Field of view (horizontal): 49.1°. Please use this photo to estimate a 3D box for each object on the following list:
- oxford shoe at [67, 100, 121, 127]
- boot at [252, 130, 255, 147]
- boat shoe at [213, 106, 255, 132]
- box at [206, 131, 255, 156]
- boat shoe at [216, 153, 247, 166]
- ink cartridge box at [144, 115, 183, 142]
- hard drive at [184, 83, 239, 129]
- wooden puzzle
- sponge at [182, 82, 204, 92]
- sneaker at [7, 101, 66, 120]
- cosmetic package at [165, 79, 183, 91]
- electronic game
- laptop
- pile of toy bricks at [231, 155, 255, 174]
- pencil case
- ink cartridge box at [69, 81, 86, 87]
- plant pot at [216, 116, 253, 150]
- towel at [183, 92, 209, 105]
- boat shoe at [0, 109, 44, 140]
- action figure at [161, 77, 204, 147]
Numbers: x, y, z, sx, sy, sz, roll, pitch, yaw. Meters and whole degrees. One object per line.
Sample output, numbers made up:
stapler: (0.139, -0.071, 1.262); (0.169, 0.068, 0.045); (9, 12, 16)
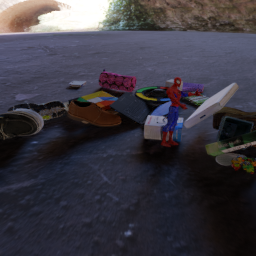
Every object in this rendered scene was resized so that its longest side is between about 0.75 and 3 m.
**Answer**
oxford shoe: (-1.288, -0.606, 11.312); (2.242, 0.799, 0.800); (12, 31, -14)
boot: (4.882, 0.728, 8.975); (1.938, 0.743, 1.505); (12, 29, 8)
boat shoe: (4.564, -0.041, 10.481); (2.788, 1.006, 1.004); (13, 57, 8)
box: (3.254, 0.444, 8.299); (1.733, 0.315, 1.251); (-21, -15, 20)
boat shoe: (3.191, 0.973, 8.788); (1.024, 0.376, 0.342); (6, 10, -10)
ink cartridge box: (1.345, -0.002, 10.549); (1.386, 0.584, 1.012); (5, 25, 10)
hard drive: (3.257, -0.899, 10.842); (1.621, 0.323, 2.458); (-36, 0, 41)
wooden puzzle: (-1.501, -1.132, 13.090); (2.880, 0.536, 2.664); (-16, 29, -32)
sponge: (3.492, -2.379, 16.178); (1.691, 0.252, 0.943); (7, 26, 16)
sneaker: (-3.863, -0.634, 11.923); (2.381, 0.923, 0.948); (-8, 6, -28)
cosmetic package: (2.539, -2.288, 15.510); (0.762, 0.628, 0.629); (21, 32, 37)
electronic game: (1.580, -1.708, 14.371); (2.500, 0.520, 2.500); (0, 24, 0)
laptop: (0.792, -1.125, 12.101); (2.404, 1.242, 2.131); (31, 30, 7)
pile of toy bricks: (3.635, 1.132, 8.352); (0.961, 0.533, 0.475); (10, 63, -3)
pencil case: (-0.564, -2.696, 16.025); (2.266, 1.029, 1.062); (18, 27, 30)
ink cartridge box: (-3.056, -2.658, 16.874); (0.848, 0.172, 0.846); (6, 25, 13)
plant pot: (3.625, 0.100, 9.807); (0.969, 0.966, 0.987); (15, 9, 4)
towel: (3.503, -1.494, 14.360); (1.075, 0.221, 1.441); (-13, 30, -21)
boat shoe: (-4.520, 0.014, 10.241); (2.958, 1.066, 1.049); (-4, 30, 19)
action figure: (1.783, -0.512, 9.342); (1.156, 2.335, 0.762); (9, 11, 38)
